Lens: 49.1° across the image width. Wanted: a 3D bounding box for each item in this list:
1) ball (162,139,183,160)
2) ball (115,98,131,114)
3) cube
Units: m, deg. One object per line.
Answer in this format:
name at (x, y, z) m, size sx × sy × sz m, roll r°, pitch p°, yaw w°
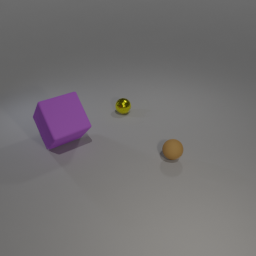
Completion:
ball at (1.500, 0.716, 9.374) m, size 0.700 × 0.700 × 0.700 m, roll 0°, pitch 32°, yaw 0°
ball at (-0.210, -0.959, 12.228) m, size 0.700 × 0.700 × 0.700 m, roll 0°, pitch 32°, yaw 0°
cube at (-2.358, -0.237, 9.899) m, size 1.400 × 1.400 × 1.400 m, roll -22°, pitch 82°, yaw -30°
